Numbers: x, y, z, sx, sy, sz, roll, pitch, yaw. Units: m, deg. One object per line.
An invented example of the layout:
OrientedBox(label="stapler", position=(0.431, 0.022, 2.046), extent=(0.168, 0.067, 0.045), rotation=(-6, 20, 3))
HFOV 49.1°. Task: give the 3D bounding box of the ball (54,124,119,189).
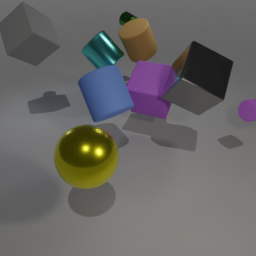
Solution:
OrientedBox(label="ball", position=(-0.895, 0.619, 6.100), extent=(1.400, 1.400, 1.400), rotation=(0, 30, 0))

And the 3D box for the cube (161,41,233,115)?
OrientedBox(label="cube", position=(2.065, -1.447, 8.470), extent=(1.400, 1.400, 1.400), rotation=(24, 69, -9))

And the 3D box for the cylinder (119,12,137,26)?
OrientedBox(label="cylinder", position=(0.050, -5.082, 13.361), extent=(0.700, 0.700, 0.700), rotation=(-24, 52, -34))

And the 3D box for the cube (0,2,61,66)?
OrientedBox(label="cube", position=(-3.618, -3.392, 10.312), extent=(1.400, 1.400, 1.400), rotation=(-30, -18, 21))

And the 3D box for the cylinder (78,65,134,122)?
OrientedBox(label="cylinder", position=(-0.702, -1.072, 8.964), extent=(1.400, 1.400, 1.400), rotation=(-22, -2, -1))

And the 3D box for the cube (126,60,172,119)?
OrientedBox(label="cube", position=(0.872, -1.379, 10.146), extent=(1.400, 1.400, 1.400), rotation=(14, 62, 18))

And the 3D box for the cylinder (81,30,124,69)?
OrientedBox(label="cylinder", position=(-1.119, -3.342, 12.512), extent=(1.400, 1.400, 1.400), rotation=(-41, 12, 10))

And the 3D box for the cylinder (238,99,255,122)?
OrientedBox(label="cylinder", position=(4.071, -0.585, 9.056), extent=(0.700, 0.700, 0.700), rotation=(-8, 30, -32))

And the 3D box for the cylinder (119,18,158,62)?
OrientedBox(label="cylinder", position=(0.471, -3.947, 12.657), extent=(1.400, 1.400, 1.400), rotation=(-14, 49, 17))
